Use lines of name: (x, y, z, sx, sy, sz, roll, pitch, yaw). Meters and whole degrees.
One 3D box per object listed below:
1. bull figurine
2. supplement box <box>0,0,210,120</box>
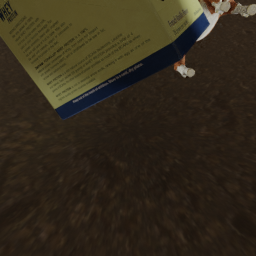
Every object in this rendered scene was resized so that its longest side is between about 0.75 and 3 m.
bull figurine: (1.677, -2.561, 6.198, 0.951, 2.919, 1.772, 22, 34, -27)
supplement box: (-0.658, -2.232, 5.121, 2.961, 2.958, 1.988, -22, 20, 38)
